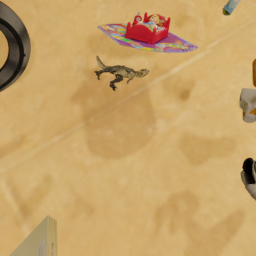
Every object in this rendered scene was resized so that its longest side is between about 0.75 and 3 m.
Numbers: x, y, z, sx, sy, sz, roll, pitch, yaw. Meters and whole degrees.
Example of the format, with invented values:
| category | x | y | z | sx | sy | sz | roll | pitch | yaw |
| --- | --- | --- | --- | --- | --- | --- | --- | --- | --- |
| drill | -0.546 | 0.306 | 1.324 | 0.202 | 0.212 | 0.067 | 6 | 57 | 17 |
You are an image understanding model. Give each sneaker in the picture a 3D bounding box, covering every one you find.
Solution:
| category | x | y | z | sx | sy | sz | roll | pitch | yaw |
| --- | --- | --- | --- | --- | --- | --- | --- | --- | --- |
| sneaker | 3.009 | 0.919 | 5.907 | 1.075 | 0.698 | 1.861 | 46 | 45 | 14 |
| sneaker | 2.651 | -3.170 | 7.238 | 0.309 | 0.507 | 0.776 | 37 | 34 | 6 |

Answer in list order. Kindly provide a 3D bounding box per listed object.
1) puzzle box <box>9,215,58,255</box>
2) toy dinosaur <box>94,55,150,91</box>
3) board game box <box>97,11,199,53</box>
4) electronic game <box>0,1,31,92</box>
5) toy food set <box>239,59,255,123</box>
| category | x | y | z | sx | sy | sz | roll | pitch | yaw |
| --- | --- | --- | --- | --- | --- | --- | --- | --- | --- |
| puzzle box | -1.785 | 2.669 | 4.893 | 1.402 | 2.108 | 0.268 | -46 | 112 | 3 |
| toy dinosaur | -0.240 | -0.965 | 4.919 | 1.275 | 0.302 | 0.562 | 23 | 52 | 30 |
| board game box | 0.468 | -2.490 | 6.863 | 2.072 | 0.511 | 2.623 | -6 | 33 | -23 |
| electronic game | -3.272 | -1.586 | 5.854 | 2.479 | 2.479 | 0.516 | -33 | 60 | -11 |
| toy food set | 2.513 | -0.428 | 5.114 | 0.806 | 1.689 | 0.760 | 7 | 60 | 13 |
